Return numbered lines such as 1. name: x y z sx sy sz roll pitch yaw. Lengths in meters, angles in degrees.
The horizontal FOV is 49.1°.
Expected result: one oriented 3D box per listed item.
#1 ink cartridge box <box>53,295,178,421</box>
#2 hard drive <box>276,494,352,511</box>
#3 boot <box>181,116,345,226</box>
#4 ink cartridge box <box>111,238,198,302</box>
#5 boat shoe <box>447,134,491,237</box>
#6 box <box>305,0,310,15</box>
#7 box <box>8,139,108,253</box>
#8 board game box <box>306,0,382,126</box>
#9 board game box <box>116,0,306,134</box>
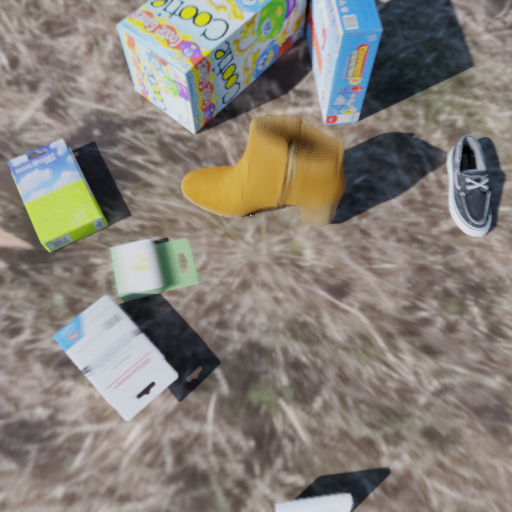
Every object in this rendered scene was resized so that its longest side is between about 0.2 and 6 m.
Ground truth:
1. ink cartridge box: -1.940 1.478 7.923 0.946 0.553 1.631 -40 72 -19
2. hard drive: 0.718 3.237 7.128 0.937 0.618 0.125 -7 50 -3
3. boot: -0.010 -1.363 8.333 2.728 1.953 0.960 12 64 14
4. ink cartridge box: -1.581 0.158 8.700 1.193 0.286 0.868 -14 66 -4
5. boat shoe: 3.517 -1.178 9.114 0.622 0.588 1.735 3 66 1
6. box: 0.804 -5.460 10.711 0.727 1.181 1.171 -17 66 -8
7. box: -3.251 -1.002 9.135 1.032 0.403 1.693 -26 69 -11
8. board game box: 1.388 -3.734 9.410 0.610 2.136 2.182 -6 67 -3
9. board game box: -0.658 -3.910 9.792 1.558 1.586 3.025 39 72 16
